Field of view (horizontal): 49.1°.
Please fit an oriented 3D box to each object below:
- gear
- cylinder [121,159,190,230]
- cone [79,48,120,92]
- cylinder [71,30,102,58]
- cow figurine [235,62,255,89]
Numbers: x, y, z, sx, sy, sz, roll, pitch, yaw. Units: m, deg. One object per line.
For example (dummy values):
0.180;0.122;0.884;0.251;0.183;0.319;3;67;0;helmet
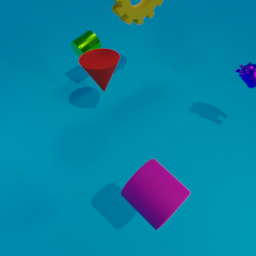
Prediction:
0.299;-3.666;7.424;1.758;1.758;0.325;-32;54;-24;gear
0.458;1.098;4.706;0.844;0.844;0.844;42;60;16;cylinder
-0.728;-1.455;7.808;1.102;1.106;1.102;-3;43;2;cone
-1.317;-2.600;8.837;0.708;0.708;0.708;-41;60;-16;cylinder
3.382;-1.484;6.724;1.316;1.337;0.734;31;51;20;cow figurine
